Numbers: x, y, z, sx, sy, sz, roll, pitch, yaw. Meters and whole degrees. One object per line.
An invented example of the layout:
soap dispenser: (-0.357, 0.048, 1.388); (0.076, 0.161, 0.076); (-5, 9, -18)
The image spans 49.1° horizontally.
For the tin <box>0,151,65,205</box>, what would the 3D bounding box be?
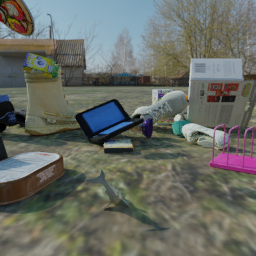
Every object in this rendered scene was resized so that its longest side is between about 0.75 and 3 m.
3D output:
tin: (-1.956, 0.828, 5.144); (1.121, 0.419, 2.003); (7, 12, 15)

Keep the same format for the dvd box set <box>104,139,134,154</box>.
dvd box set: (-0.272, 0.475, 7.569); (0.763, 0.153, 1.043); (-1, 10, -5)

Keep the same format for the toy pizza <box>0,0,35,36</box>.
toy pizza: (-2.627, -2.556, 6.072); (1.380, 1.380, 0.219); (10, 55, 42)

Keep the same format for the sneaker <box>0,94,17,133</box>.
sneaker: (-4.790, -0.203, 9.414); (2.769, 1.079, 0.971); (-19, 2, 34)

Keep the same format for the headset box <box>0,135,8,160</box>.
headset box: (-3.250, 0.548, 5.408); (1.601, 0.600, 1.190); (7, 25, 31)

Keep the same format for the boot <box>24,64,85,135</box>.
boot: (-2.436, -1.096, 10.054); (1.083, 2.313, 2.976); (7, 13, 32)

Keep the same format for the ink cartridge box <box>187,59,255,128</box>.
ink cartridge box: (3.267, -1.150, 9.912); (2.210, 2.517, 1.055); (3, 54, 11)

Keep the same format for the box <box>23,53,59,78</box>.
box: (-2.520, -1.818, 8.200); (0.958, 0.562, 0.232); (15, -36, -18)

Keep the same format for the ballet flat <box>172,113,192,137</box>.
ballet flat: (1.860, -0.191, 9.639); (0.615, 0.643, 1.827); (-13, 6, 16)

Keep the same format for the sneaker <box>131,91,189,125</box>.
sneaker: (1.030, -0.505, 10.032); (2.438, 0.923, 1.121); (-26, 7, 36)

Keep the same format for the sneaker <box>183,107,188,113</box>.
sneaker: (2.540, -1.168, 14.986); (1.841, 0.720, 0.711); (13, 3, 38)

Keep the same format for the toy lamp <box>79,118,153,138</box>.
toy lamp: (-0.429, -0.087, 9.188); (2.450, 0.713, 0.713); (5, 12, 18)

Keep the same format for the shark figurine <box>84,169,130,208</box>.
shark figurine: (-0.292, 1.004, 4.105); (0.360, 0.862, 0.515); (-39, 55, -8)

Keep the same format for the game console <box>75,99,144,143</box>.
game console: (-0.567, -0.281, 8.337); (1.564, 0.911, 1.376); (-26, 11, -25)

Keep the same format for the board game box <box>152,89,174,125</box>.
board game box: (1.421, -0.871, 11.409); (0.709, 1.376, 0.721); (-2, 11, -13)

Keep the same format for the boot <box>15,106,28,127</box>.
boot: (-4.097, -0.615, 11.517); (1.659, 0.880, 2.521); (-12, 13, -42)

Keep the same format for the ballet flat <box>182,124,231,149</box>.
ballet flat: (2.050, 0.251, 7.933); (0.591, 0.591, 1.702); (-8, 14, -36)

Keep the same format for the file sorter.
file sorter: (2.576, 0.416, 5.990); (1.356, 0.851, 0.943); (7, 12, 33)
